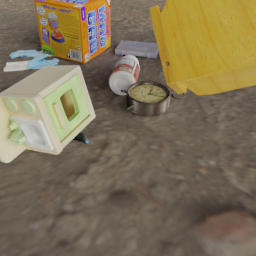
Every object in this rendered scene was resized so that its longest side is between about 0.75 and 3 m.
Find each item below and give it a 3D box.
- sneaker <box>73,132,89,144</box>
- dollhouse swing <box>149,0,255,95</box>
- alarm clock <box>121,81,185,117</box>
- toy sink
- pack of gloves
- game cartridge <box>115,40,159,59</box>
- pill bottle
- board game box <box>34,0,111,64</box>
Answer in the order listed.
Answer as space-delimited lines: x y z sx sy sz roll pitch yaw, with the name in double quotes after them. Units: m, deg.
-1.450 0.280 8.189 0.349 0.312 0.853 -31 39 -24 "sneaker"
2.293 -1.978 6.436 2.612 2.373 2.296 -11 7 27 "dollhouse swing"
0.888 -0.982 9.396 2.122 0.706 1.431 -8 39 -7 "alarm clock"
-2.296 -0.375 7.579 1.489 1.732 2.657 6 36 31 "toy sink"
-4.181 -3.196 12.348 2.299 0.454 1.931 -6 40 -8 "pack of gloves"
0.452 -3.659 13.030 1.904 0.365 1.234 9 44 11 "game cartridge"
-0.075 -2.056 10.524 0.977 0.977 1.742 6 38 8 "pill bottle"
-2.337 -4.599 12.485 2.323 2.321 2.322 19 41 20 "board game box"
